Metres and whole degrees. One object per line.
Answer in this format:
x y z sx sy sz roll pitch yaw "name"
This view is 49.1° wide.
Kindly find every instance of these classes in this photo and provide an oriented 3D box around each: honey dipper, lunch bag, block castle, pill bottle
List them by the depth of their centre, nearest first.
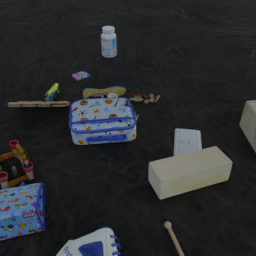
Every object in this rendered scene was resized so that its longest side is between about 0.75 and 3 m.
1.320 3.098 7.056 0.340 0.340 1.793 -9 37 -11 "honey dipper"
-3.117 2.139 7.992 1.342 0.838 1.782 -10 30 -9 "lunch bag"
-3.853 1.098 9.138 1.135 0.797 1.699 -21 41 -30 "block castle"
-0.913 -0.274 10.823 2.634 0.995 2.111 -6 40 -6 "lunch bag"
-1.118 -5.009 16.289 0.889 1.634 0.889 1 38 0 "pill bottle"

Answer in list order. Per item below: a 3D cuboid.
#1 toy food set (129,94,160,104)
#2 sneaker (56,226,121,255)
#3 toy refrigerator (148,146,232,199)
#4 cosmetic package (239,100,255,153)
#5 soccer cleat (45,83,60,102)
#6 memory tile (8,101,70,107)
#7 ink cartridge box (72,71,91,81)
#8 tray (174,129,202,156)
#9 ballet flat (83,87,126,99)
0.787 -1.343 12.820 1.286 0.202 0.817 9 38 24 "toy food set"
-0.421 3.160 6.265 2.941 1.188 1.699 15 43 21 "sneaker"
1.932 1.394 8.820 2.425 0.848 0.921 -12 35 -16 "toy refrigerator"
4.963 0.136 10.084 0.872 1.236 2.387 -2 37 -1 "cosmetic package"
-3.524 -1.672 13.000 0.592 0.458 1.416 -2 39 -1 "soccer cleat"
-3.633 -1.009 11.640 2.293 0.192 1.757 0 7 -4 "memory tile"
-2.408 -2.758 14.622 0.852 0.179 0.508 -24 44 -29 "ink cartridge box"
2.218 0.587 10.333 1.008 0.208 1.877 5 38 8 "tray"
-1.064 -1.472 12.759 1.977 0.678 0.623 -3 66 0 "ballet flat"
